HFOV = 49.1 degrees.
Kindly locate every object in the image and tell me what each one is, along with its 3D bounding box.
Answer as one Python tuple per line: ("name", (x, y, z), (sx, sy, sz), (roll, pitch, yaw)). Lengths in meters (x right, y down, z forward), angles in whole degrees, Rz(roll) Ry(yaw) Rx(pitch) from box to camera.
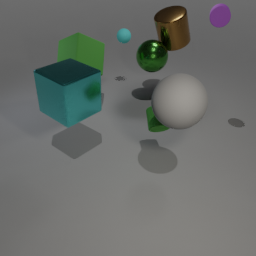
("cylinder", (3.249, -3.977, 9.893), (0.700, 0.700, 0.700), (8, 32, 12))
("cube", (-1.969, -2.917, 11.655), (1.400, 1.400, 1.400), (-2, -8, 44))
("ball", (-0.201, -4.481, 13.646), (0.700, 0.700, 0.700), (0, 32, 0))
("ball", (1.056, -3.147, 12.263), (1.400, 1.400, 1.400), (0, 32, 0))
("cylinder", (0.961, -0.296, 8.940), (0.700, 0.700, 0.700), (-4, 72, -6))
("ball", (1.284, -0.662, 7.042), (1.400, 1.400, 1.400), (0, 32, 0))
("cylinder", (1.951, -4.350, 12.245), (1.400, 1.400, 1.400), (-11, 46, 12))
("cube", (-1.770, -1.102, 8.446), (1.400, 1.400, 1.400), (27, 42, 31))
